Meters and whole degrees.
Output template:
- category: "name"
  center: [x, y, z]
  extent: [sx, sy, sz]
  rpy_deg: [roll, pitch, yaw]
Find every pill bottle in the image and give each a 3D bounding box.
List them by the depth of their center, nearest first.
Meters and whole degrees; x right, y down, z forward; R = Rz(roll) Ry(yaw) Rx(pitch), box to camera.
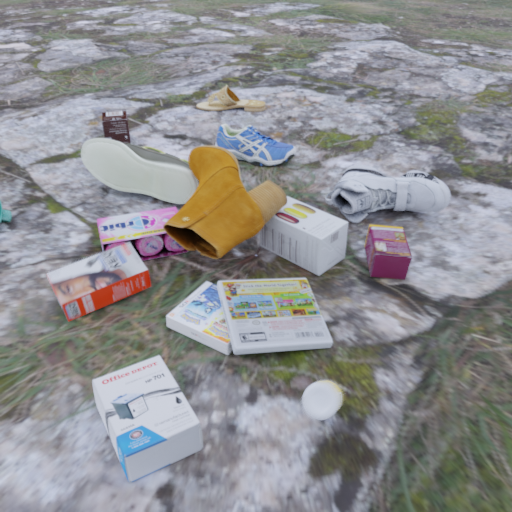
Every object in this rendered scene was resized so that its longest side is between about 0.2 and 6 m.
- category: "pill bottle"
  center: [0.886, 1.877, 7.361]
  extent: [0.467, 0.467, 0.834]
  rpy_deg: [10, -8, 14]

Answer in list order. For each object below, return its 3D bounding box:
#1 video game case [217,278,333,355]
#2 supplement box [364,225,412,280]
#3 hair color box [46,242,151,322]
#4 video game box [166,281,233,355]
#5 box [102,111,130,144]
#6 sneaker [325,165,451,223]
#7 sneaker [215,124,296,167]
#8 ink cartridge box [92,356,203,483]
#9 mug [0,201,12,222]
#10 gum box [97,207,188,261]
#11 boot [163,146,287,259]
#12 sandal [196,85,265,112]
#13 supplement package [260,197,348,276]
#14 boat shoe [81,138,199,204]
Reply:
- category: "video game case"
  center: [0.268, 0.922, 8.937]
  extent: [1.577, 0.181, 1.436]
  rpy_deg: [-1, 43, -17]
- category: "supplement box"
  center: [2.434, -0.084, 10.410]
  extent: [0.675, 0.532, 1.031]
  rpy_deg: [6, 35, 1]
- category: "hair color box"
  center: [-2.671, 0.415, 9.573]
  extent: [1.510, 0.483, 0.837]
  rpy_deg: [-25, 50, -22]
- category: "video game box"
  center: [-0.649, 0.977, 9.131]
  extent: [1.229, 0.288, 1.120]
  rpy_deg: [20, 41, 25]
- category: "box"
  center: [-3.719, -3.358, 14.905]
  extent: [0.661, 0.797, 0.654]
  rpy_deg: [-8, 36, -10]
- category: "sneaker"
  center: [2.689, -1.198, 11.744]
  extent: [2.452, 0.921, 1.409]
  rpy_deg: [17, 38, 31]
- category: "sneaker"
  center: [-0.047, -2.797, 14.090]
  extent: [2.119, 0.816, 0.802]
  rpy_deg: [8, 34, 10]
- category: "ink cartridge box"
  center: [-1.439, 2.067, 7.299]
  extent: [1.002, 0.587, 1.368]
  rpy_deg: [-18, 40, -24]
- category: "mug"
  center: [-5.743, -0.841, 11.130]
  extent: [0.872, 1.410, 1.159]
  rpy_deg: [0, 51, 27]
- category: "gum box"
  center: [-2.154, -0.394, 10.846]
  extent: [1.671, 0.553, 0.948]
  rpy_deg: [-11, 36, -16]
- category: "boot"
  center: [-1.005, -1.073, 10.554]
  extent: [2.007, 0.986, 2.803]
  rpy_deg: [-36, 48, -28]
- category: "sandal"
  center: [-0.776, -4.881, 17.173]
  extent: [2.148, 0.706, 0.788]
  rpy_deg: [5, 35, 7]
- category: "supplement package"
  center: [0.871, -0.407, 10.636]
  extent: [1.499, 0.821, 0.853]
  rpy_deg: [27, 43, 34]
- category: "boat shoe"
  center: [-2.514, -1.937, 12.575]
  extent: [2.958, 1.057, 0.884]
  rpy_deg: [20, 23, 14]
